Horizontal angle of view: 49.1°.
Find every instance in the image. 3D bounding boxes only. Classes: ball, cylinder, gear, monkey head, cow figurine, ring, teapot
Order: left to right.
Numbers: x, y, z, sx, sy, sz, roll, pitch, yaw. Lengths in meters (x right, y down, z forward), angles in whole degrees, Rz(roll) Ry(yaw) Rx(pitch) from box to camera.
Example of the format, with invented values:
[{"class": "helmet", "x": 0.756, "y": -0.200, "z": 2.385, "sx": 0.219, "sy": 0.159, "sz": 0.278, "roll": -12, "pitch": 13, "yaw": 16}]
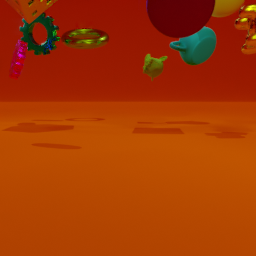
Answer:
[{"class": "gear", "x": -3.317, "y": -2.050, "z": 8.436, "sx": 0.216, "sy": 1.165, "sz": 1.165, "roll": 13, "pitch": -2, "yaw": -31}, {"class": "gear", "x": -2.983, "y": -3.177, "z": 9.466, "sx": 1.388, "sy": 1.388, "sz": 0.257, "roll": 2, "pitch": 19, "yaw": 17}, {"class": "ring", "x": -1.527, "y": -3.219, "z": 10.036, "sx": 1.720, "sy": 0.344, "sz": 1.720, "roll": 1, "pitch": 33, "yaw": -1}, {"class": "monkey head", "x": 0.827, "y": -2.034, "z": 9.082, "sx": 0.627, "sy": 0.749, "sz": 1.041, "roll": 15, "pitch": -42, "yaw": -17}, {"class": "cylinder", "x": 1.081, "y": -2.713, "z": 5.874, "sx": 1.308, "sy": 1.308, "sz": 1.308, "roll": 1, "pitch": 33, "yaw": 8}, {"class": "teapot", "x": 2.156, "y": -2.653, "z": 8.826, "sx": 1.972, "sy": 1.226, "sz": 0.966, "roll": -15, "pitch": 48, "yaw": -27}, {"class": "ball", "x": 2.661, "y": -3.814, "z": 7.874, "sx": 1.300, "sy": 1.300, "sz": 1.300, "roll": 0, "pitch": 6, "yaw": 0}, {"class": "cow figurine", "x": 2.733, "y": -2.073, "z": 5.288, "sx": 1.281, "sy": 1.302, "sz": 0.715, "roll": -9, "pitch": -15, "yaw": 6}]

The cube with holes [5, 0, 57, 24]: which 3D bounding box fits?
[{"class": "cube with holes", "x": -2.269, "y": -3.531, "z": 6.124, "sx": 1.390, "sy": 1.390, "sz": 1.390, "roll": -46, "pitch": 3, "yaw": -11}]
